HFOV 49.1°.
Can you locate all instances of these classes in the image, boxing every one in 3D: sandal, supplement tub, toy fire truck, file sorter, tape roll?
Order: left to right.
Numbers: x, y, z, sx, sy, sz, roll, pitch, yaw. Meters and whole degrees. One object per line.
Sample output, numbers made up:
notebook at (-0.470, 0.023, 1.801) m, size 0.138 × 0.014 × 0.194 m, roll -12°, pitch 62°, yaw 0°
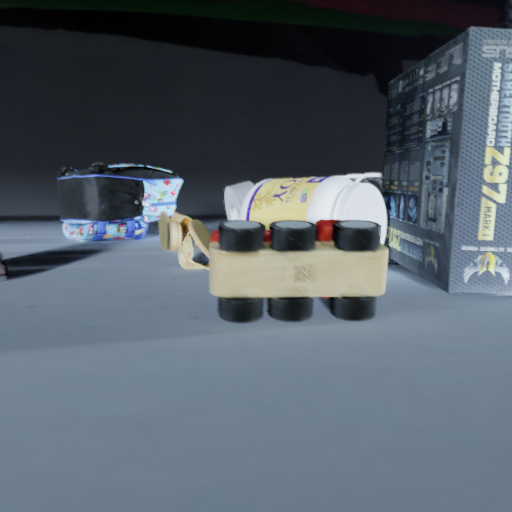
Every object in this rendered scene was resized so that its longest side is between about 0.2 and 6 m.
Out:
sandal at (-1.522, -0.463, 11.418) m, size 0.719 × 0.802 × 2.186 m, roll 0°, pitch 9°, yaw -15°
sandal at (-0.815, -0.012, 8.409) m, size 0.674 × 0.752 × 2.051 m, roll -31°, pitch -8°, yaw 10°
tape roll at (-0.179, -0.681, 10.323) m, size 0.438 × 1.327 × 1.327 m, roll -15°, pitch 9°, yaw -13°
toy fire truck at (0.305, 0.084, 5.325) m, size 1.484 × 1.085 × 1.686 m, roll -1°, pitch 16°, yaw -4°
supplement tub at (0.828, -0.488, 8.331) m, size 1.866 × 1.357 × 1.357 m, roll 4°, pitch 7°, yaw 42°
file sorter at (1.917, -0.700, 10.073) m, size 1.666 × 1.495 × 2.401 m, roll -2°, pitch 6°, yaw -17°

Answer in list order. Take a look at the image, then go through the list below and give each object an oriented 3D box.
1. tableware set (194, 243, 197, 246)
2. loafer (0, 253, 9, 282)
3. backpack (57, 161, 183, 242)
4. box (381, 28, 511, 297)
tableware set at (-0.270, -0.417, 12.600) m, size 2.009 × 0.403 × 1.328 m, roll -3°, pitch 8°, yaw -36°
loafer at (-3.760, 0.004, 7.270) m, size 0.676 × 0.592 × 1.880 m, roll -5°, pitch 7°, yaw -42°
backpack at (-3.623, -1.498, 15.476) m, size 3.035 × 2.042 × 2.771 m, roll -6°, pitch 8°, yaw -40°
box at (2.374, -1.106, 7.149) m, size 0.864 × 2.670 × 3.386 m, roll 3°, pitch 7°, yaw 0°
